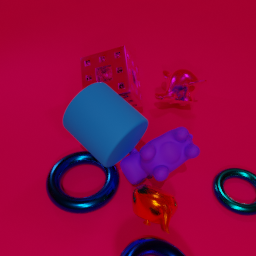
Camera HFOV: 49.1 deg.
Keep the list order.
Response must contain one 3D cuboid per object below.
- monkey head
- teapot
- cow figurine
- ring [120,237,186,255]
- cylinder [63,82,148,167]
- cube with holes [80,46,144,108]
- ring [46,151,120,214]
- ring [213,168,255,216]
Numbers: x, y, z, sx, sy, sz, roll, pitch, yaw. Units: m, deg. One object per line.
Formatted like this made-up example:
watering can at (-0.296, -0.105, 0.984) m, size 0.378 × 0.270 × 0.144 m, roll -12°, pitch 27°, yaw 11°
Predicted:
monkey head at (1.314, -1.127, 7.582) m, size 1.167 × 0.978 × 1.623 m, roll -2°, pitch 20°, yaw -33°
teapot at (0.463, 1.436, 5.043) m, size 0.850 × 0.669 × 1.367 m, roll 21°, pitch -4°, yaw -21°
cow figurine at (0.581, 0.545, 5.474) m, size 1.522 × 1.498 × 0.835 m, roll -32°, pitch 90°, yaw 0°
ring at (0.448, 2.162, 3.873) m, size 1.358 × 0.272 × 1.358 m, roll 19°, pitch 35°, yaw -14°
cylinder at (-0.428, -0.066, 5.429) m, size 1.196 × 1.196 × 1.196 m, roll 42°, pitch 55°, yaw 16°
cube with holes at (-0.387, -1.148, 7.107) m, size 1.171 × 1.171 × 1.171 m, roll -11°, pitch 75°, yaw 15°
ring at (-0.942, 1.087, 5.882) m, size 1.542 × 0.308 × 1.542 m, roll 0°, pitch 43°, yaw 0°
ring at (2.311, 1.275, 5.742) m, size 1.120 × 0.224 × 1.120 m, roll 0°, pitch 43°, yaw 0°
